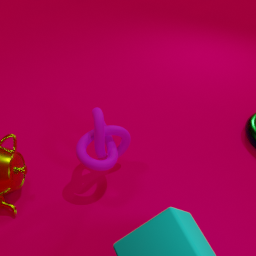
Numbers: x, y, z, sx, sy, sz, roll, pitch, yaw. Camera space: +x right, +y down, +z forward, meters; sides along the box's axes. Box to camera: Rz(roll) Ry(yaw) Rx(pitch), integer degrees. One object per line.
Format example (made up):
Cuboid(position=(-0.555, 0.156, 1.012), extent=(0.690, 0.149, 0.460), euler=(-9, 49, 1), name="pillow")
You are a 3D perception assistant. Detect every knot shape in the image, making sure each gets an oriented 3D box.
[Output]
Cuboid(position=(-0.461, 0.318, 6.129), extent=(0.637, 1.290, 1.378), euler=(-9, 66, 36), name="knot shape")

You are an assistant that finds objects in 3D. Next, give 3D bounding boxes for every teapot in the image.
Cuboid(position=(-2.508, 0.947, 5.783), extent=(0.834, 1.059, 1.703), euler=(-4, 75, 3), name="teapot")

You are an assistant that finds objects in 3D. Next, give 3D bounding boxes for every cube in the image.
Cuboid(position=(0.580, 1.796, 3.809), extent=(0.980, 0.980, 0.980), euler=(-36, 59, 10), name="cube")

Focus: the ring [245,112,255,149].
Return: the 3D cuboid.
Cuboid(position=(4.117, 0.170, 7.250), extent=(2.070, 0.414, 2.070), euler=(-1, 39, 1), name="ring")
